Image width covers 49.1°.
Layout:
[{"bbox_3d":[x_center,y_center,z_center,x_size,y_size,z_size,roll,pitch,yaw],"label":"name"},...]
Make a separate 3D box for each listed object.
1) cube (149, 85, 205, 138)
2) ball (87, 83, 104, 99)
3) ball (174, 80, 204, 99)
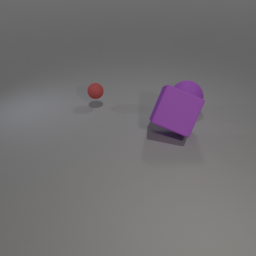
[{"bbox_3d":[1.700,-0.631,10.077,1.400,1.400,1.400,22,6,-1],"label":"cube"},{"bbox_3d":[-1.411,-1.606,12.169,0.700,0.700,0.700,0,31,0],"label":"ball"},{"bbox_3d":[2.489,-1.316,11.917,1.400,1.400,1.400,0,31,0],"label":"ball"}]
